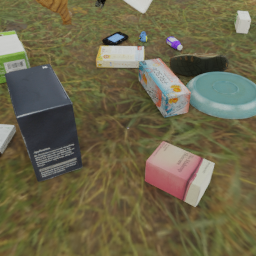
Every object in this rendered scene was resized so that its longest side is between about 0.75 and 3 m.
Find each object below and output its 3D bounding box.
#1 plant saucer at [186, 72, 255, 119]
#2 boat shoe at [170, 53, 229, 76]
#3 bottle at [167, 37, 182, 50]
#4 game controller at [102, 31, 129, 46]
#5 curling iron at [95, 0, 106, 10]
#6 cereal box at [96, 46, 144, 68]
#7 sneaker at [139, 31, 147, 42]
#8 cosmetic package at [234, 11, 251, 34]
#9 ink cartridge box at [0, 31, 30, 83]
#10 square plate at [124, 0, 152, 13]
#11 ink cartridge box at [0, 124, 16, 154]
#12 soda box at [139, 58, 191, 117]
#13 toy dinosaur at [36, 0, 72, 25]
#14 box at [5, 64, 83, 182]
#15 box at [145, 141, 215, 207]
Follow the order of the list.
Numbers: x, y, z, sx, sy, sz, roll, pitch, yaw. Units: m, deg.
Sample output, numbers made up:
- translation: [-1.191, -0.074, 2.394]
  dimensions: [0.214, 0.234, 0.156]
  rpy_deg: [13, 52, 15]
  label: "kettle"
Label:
- translation: [2.962, -1.127, 8.597]
  dimensions: [2.421, 0.332, 2.421]
  rpy_deg: [0, 40, 0]
  label: "plant saucer"
- translation: [2.418, -2.240, 9.702]
  dimensions: [1.958, 0.741, 0.723]
  rpy_deg: [3, 28, 1]
  label: "boat shoe"
- translation: [1.905, -3.424, 11.372]
  dimensions: [0.366, 0.286, 0.876]
  rpy_deg: [-15, 42, -17]
  label: "bottle"
- translation: [-0.514, -3.747, 11.787]
  dimensions: [0.640, 0.258, 1.227]
  rpy_deg: [24, 46, 26]
  label: "game controller"
- translation: [-0.411, -4.197, 7.944]
  dimensions: [0.284, 2.225, 0.551]
  rpy_deg: [29, 58, -17]
  label: "curling iron"
- translation: [-0.257, -2.652, 10.401]
  dimensions: [1.719, 0.340, 1.237]
  rpy_deg: [2, 40, 3]
  label: "cereal box"
- translation: [0.604, -3.925, 11.987]
  dimensions: [0.319, 0.268, 0.813]
  rpy_deg: [-3, 40, -7]
  label: "sneaker"
- translation: [5.244, -4.859, 12.826]
  dimensions: [0.508, 0.644, 1.196]
  rpy_deg: [9, 39, 10]
  label: "cosmetic package"
- translation: [-4.552, -2.522, 9.823]
  dimensions: [1.760, 0.902, 2.382]
  rpy_deg: [-17, 41, -19]
  label: "ink cartridge box"
- translation: [0.046, -1.896, 3.166]
  dimensions: [0.849, 0.841, 0.121]
  rpy_deg: [30, 15, -7]
  label: "square plate"
- translation: [-3.546, 0.333, 6.898]
  dimensions: [1.165, 0.237, 1.167]
  rpy_deg: [5, 40, 6]
  label: "ink cartridge box"
- translation: [1.026, -1.276, 8.460]
  dimensions: [0.768, 0.714, 2.244]
  rpy_deg: [-12, 40, -13]
  label: "soda box"
- translation: [-1.771, -2.911, 5.849]
  dimensions: [0.880, 1.547, 2.912]
  rpy_deg: [10, 9, 20]
  label: "toy dinosaur"
- translation: [-1.863, -0.155, 6.243]
  dimensions: [1.075, 1.831, 1.801]
  rpy_deg: [-17, 42, -19]
  label: "box"
- translation: [1.056, 0.927, 5.852]
  dimensions: [1.211, 0.660, 0.774]
  rpy_deg: [23, 45, 25]
  label: "box"
